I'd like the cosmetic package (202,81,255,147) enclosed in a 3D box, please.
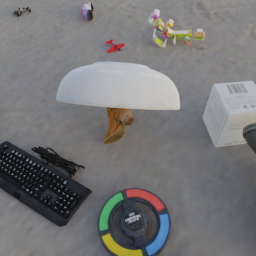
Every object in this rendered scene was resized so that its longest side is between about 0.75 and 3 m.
[{"bbox_3d":[2.747,-0.356,7.292,1.102,1.317,1.096,-7,51,-6],"label":"cosmetic package"}]

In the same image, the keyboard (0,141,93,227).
[{"bbox_3d":[-2.215,1.004,6.686,2.843,0.563,1.480,25,55,18],"label":"keyboard"}]

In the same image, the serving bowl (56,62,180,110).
[{"bbox_3d":[-0.197,-1.014,6.604,2.874,0.945,2.874,4,7,0],"label":"serving bowl"}]

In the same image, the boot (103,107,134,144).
[{"bbox_3d":[-0.413,-0.224,7.359,0.453,1.181,0.917,0,48,-45],"label":"boot"}]

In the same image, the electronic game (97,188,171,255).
[{"bbox_3d":[0.130,2.006,5.925,1.559,0.324,1.559,-2,54,3],"label":"electronic game"}]

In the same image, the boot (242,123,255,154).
[{"bbox_3d":[3.151,1.393,5.719,2.304,0.919,2.534,33,59,-11],"label":"boot"}]

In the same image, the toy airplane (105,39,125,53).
[{"bbox_3d":[-0.506,-3.031,10.269,0.796,0.146,0.796,1,49,-1],"label":"toy airplane"}]

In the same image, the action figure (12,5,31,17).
[{"bbox_3d":[-4.473,-4.908,11.675,0.755,0.385,0.449,-27,66,-23],"label":"action figure"}]

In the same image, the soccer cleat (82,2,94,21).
[{"bbox_3d":[-1.701,-4.775,11.587,0.453,0.422,1.238,-11,49,11],"label":"soccer cleat"}]

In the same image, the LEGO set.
[{"bbox_3d":[1.651,-3.330,10.126,2.190,1.007,0.815,19,67,-13],"label":"LEGO set"}]
